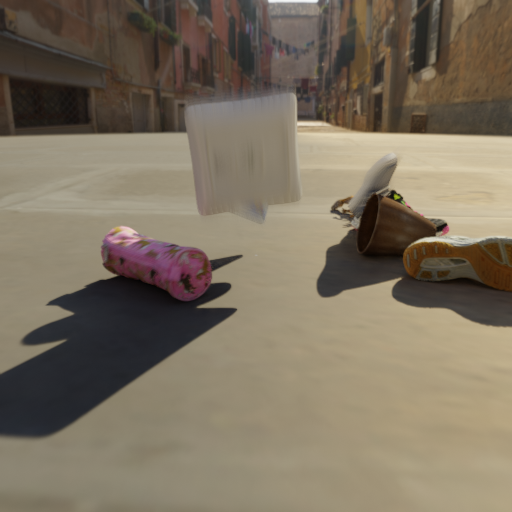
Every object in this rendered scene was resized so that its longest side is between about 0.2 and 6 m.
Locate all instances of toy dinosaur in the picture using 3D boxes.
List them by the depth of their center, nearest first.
[{"bbox_3d":[2.909,-1.365,14.357,2.209,0.667,1.173,9,17,29],"label":"toy dinosaur"}]

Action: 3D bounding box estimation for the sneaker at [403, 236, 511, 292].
[{"bbox_3d":[3.637,-0.014,9.141,2.306,0.872,1.011,8,17,24],"label":"sneaker"}]

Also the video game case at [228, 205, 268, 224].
[{"bbox_3d":[-0.239,-1.727,11.380,1.342,1.873,0.169,21,-20,-18],"label":"video game case"}]

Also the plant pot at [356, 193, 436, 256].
[{"bbox_3d":[2.700,-0.473,10.627,1.254,1.172,1.172,13,15,-5],"label":"plant pot"}]

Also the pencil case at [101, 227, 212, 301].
[{"bbox_3d":[-1.603,0.095,8.787,2.062,0.854,0.892,15,40,42],"label":"pencil case"}]

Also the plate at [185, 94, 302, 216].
[{"bbox_3d":[-0.142,-1.567,8.988,1.802,1.798,0.291,-9,26,-9],"label":"plate"}]

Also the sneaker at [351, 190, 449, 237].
[{"bbox_3d":[3.081,-0.917,12.135,2.232,0.976,0.823,14,21,41],"label":"sneaker"}]

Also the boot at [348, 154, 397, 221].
[{"bbox_3d":[2.553,-1.248,11.445,0.639,1.757,0.794,-21,66,-26],"label":"boot"}]
